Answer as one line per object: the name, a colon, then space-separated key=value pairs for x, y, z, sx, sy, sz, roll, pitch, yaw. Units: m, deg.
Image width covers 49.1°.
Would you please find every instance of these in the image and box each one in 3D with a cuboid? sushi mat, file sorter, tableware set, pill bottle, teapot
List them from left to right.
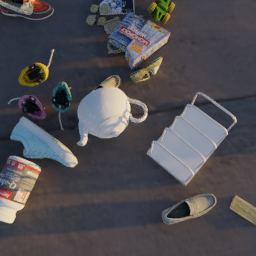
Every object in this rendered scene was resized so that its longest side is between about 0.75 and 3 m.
pill bottle: x=-3.777 y=2.001 z=9.185 sx=1.131 sy=1.131 sz=1.952 roll=18 pitch=70 yaw=7
tableware set: x=-1.317 y=-4.992 z=12.314 sx=0.942 sy=0.131 sz=1.127 roll=15 pitch=87 yaw=16
teapot: x=-0.647 y=-0.346 z=9.658 sx=2.008 sy=1.982 sz=1.466 roll=-46 pitch=59 yaw=26
tableware set: x=-0.040 y=-3.971 z=11.994 sx=1.865 sy=0.259 sz=2.233 roll=-9 pitch=69 yaw=-3
file sorter: x=2.190 y=0.311 z=9.607 sx=1.778 sy=1.595 sz=2.562 roll=40 pitch=73 yaw=14
sushi mat: x=4.001 y=2.788 z=9.446 sx=1.095 sy=0.066 sz=0.524 roll=32 pitch=72 yaw=12

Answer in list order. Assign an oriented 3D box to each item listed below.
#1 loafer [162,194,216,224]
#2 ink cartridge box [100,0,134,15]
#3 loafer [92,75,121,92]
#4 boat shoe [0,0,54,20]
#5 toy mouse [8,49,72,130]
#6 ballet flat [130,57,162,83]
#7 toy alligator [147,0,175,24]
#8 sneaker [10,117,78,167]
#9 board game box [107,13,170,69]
loafer: x=2.036 y=2.647 z=9.174 sx=1.923 sy=0.671 sz=0.672 roll=-22 pitch=70 yaw=-8
ink cartridge box: x=-0.505 y=-5.849 z=12.692 sx=1.536 sy=0.336 sz=1.551 roll=-3 pitch=68 yaw=0
loafer: x=-0.861 y=-1.533 z=10.843 sx=1.462 sy=0.499 sz=0.553 roll=-41 pitch=97 yaw=-9
boat shoe: x=-4.525 y=-5.364 z=12.280 sx=2.414 sy=0.755 sz=0.859 roll=6 pitch=67 yaw=1
toy mouse: x=-2.976 y=-1.075 z=10.292 sx=2.873 sy=0.556 sz=2.553 roll=-27 pitch=107 yaw=19
ballet flat: x=0.819 y=-2.284 z=11.247 sx=1.557 sy=0.551 sz=0.551 roll=-33 pitch=72 yaw=-13
toy alligator: x=1.546 y=-5.535 z=12.423 sx=0.951 sy=0.690 sz=2.870 roll=33 pitch=61 yaw=-16
sneaker: x=-2.999 y=0.756 z=9.854 sx=2.709 sy=1.001 sz=1.110 roll=34 pitch=83 yaw=19
board game box: x=0.290 y=-3.527 z=11.396 sx=2.081 sy=0.642 sz=2.079 roll=32 pitch=69 yaw=6
